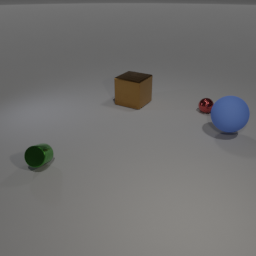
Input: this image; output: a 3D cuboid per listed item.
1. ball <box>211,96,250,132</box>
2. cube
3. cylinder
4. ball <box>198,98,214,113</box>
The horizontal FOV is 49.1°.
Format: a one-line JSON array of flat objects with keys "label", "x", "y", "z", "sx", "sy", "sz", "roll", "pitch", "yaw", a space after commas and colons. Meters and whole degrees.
[{"label": "ball", "x": 3.884, "y": -0.531, "z": 10.693, "sx": 1.400, "sy": 1.400, "sz": 1.400, "roll": 0, "pitch": 27, "yaw": 0}, {"label": "cube", "x": 0.278, "y": -1.902, "z": 13.889, "sx": 1.400, "sy": 1.400, "sz": 1.400, "roll": 15, "pitch": 31, "yaw": 27}, {"label": "cylinder", "x": -2.877, "y": 0.877, "z": 9.087, "sx": 0.700, "sy": 0.700, "sz": 0.700, "roll": 4, "pitch": 4, "yaw": 7}, {"label": "ball", "x": 3.634, "y": -1.050, "z": 13.029, "sx": 0.700, "sy": 0.700, "sz": 0.700, "roll": 0, "pitch": 27, "yaw": 0}]
